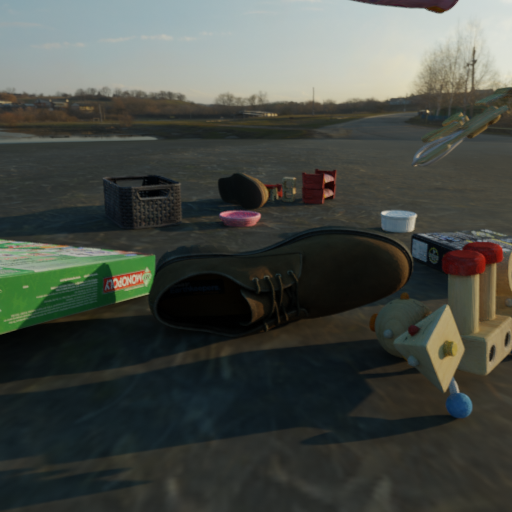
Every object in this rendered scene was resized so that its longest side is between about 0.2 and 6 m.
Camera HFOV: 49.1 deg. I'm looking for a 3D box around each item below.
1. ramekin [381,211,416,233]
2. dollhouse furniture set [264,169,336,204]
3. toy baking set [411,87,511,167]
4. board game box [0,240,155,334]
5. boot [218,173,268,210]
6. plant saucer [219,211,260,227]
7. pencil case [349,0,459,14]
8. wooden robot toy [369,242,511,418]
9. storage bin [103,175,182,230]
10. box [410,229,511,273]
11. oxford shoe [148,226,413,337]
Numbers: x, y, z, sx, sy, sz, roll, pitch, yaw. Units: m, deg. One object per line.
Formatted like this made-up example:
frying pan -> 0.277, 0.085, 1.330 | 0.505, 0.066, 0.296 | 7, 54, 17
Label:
ramekin -> 3.042, -0.731, 12.006 | 0.740, 0.361, 0.740 | -1, 14, 0
dollhouse furniture set -> 1.120, -2.023, 15.955 | 2.090, 0.850, 1.124 | 6, 16, 23
toy baking set -> 3.312, -1.969, 8.450 | 1.928, 0.292, 2.512 | -27, 12, 35
board game box -> -3.354, 0.271, 6.351 | 2.762, 0.598, 4.105 | 4, 5, 19
boot -> -0.146, -1.823, 14.881 | 0.980, 0.956, 2.598 | -14, 16, -20
plant saucer -> -0.372, -0.830, 12.638 | 0.926, 0.235, 0.926 | 0, 14, 0
pencil case -> 0.796, -2.993, 5.194 | 2.450, 1.071, 1.071 | 10, 14, -6
wooden robot toy -> 1.844, 0.539, 5.712 | 1.363, 1.324, 3.004 | -1, 10, 42
storage bin -> -2.659, -1.285, 12.977 | 1.380, 0.957, 2.041 | -7, 17, -26
box -> 3.708, 0.004, 8.948 | 1.621, 0.494, 2.011 | -6, 16, -18
oxford shoe -> 0.297, 0.429, 6.402 | 3.106, 1.129, 1.311 | -9, 20, 4
